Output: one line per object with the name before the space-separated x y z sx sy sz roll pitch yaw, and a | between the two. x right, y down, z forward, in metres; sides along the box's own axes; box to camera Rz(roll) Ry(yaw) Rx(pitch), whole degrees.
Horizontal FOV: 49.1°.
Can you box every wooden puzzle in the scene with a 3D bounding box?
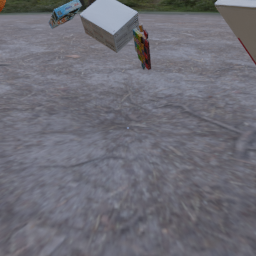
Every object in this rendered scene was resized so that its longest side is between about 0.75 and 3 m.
wooden puzzle | 0.372 -2.118 7.489 0.099 1.414 0.839 -22 48 -10

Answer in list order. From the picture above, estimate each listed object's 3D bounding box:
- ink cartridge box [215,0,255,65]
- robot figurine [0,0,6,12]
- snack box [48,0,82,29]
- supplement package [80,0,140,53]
ink cartridge box | 2.689 -2.197 4.130 1.705 2.355 0.993 33 5 -38
robot figurine | -3.387 -2.664 5.740 2.276 1.637 1.327 -9 -21 40
snack box | -1.190 -2.112 5.221 0.491 0.157 0.845 -33 16 -16
supplement package | -0.561 -3.359 8.984 1.491 0.826 1.161 37 73 21
